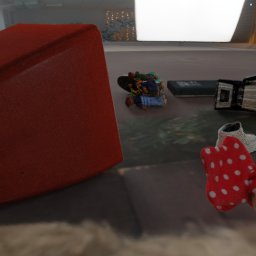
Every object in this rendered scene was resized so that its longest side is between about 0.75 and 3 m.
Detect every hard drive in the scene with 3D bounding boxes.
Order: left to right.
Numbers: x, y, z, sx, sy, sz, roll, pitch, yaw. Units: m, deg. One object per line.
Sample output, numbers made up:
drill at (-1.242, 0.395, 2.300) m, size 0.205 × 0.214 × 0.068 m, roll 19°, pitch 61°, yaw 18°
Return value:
hard drive at (3.214, -1.840, 12.844) m, size 2.544 × 0.418 × 1.775 m, roll -1°, pitch 21°, yaw -3°

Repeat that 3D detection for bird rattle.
bird rattle at (2.740, 0.904, 4.333) m, size 2.964 × 1.670 × 2.417 m, roll -8°, pitch 38°, yaw -12°

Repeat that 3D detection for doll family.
doll family at (0.575, -1.539, 11.283) m, size 1.547 × 1.050 × 2.676 m, roll 2°, pitch 23°, yaw -9°

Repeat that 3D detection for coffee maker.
coffee maker at (4.076, -1.068, 10.043) m, size 1.886 × 1.270 × 1.811 m, roll 8°, pitch -11°, yaw 19°

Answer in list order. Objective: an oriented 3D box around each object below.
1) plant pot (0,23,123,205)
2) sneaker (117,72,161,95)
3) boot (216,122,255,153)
plant pot at (-2.240, -0.265, 5.682) m, size 2.996 × 2.999 × 2.643 m, roll 18°, pitch 40°, yaw 40°
sneaker at (0.664, -2.174, 13.028) m, size 2.102 × 0.879 × 1.269 m, roll 15°, pitch 29°, yaw 15°
boot at (2.779, 0.217, 6.956) m, size 1.606 × 0.768 × 0.591 m, roll -17°, pitch 27°, yaw -37°
